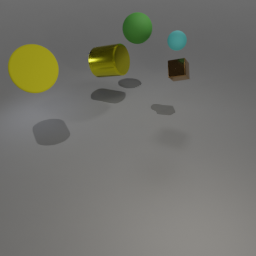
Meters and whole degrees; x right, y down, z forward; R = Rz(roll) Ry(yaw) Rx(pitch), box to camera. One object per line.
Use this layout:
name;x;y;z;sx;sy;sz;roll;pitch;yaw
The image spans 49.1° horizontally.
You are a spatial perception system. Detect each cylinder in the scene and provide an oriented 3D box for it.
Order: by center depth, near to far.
cylinder;-2.952;-1.806;8.710;1.400;1.400;1.400;-12;13;-19
cylinder;-0.843;-3.058;12.792;1.400;1.400;1.400;2;28;31

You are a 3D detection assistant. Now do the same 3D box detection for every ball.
ball;1.788;-3.188;10.221;0.700;0.700;0.700;0;31;0
ball;0.441;-4.673;13.136;1.400;1.400;1.400;0;31;0

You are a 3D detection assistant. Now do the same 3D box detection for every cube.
cube;2.031;-2.317;11.196;0.700;0.700;0.700;-4;-6;25
